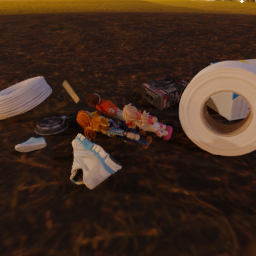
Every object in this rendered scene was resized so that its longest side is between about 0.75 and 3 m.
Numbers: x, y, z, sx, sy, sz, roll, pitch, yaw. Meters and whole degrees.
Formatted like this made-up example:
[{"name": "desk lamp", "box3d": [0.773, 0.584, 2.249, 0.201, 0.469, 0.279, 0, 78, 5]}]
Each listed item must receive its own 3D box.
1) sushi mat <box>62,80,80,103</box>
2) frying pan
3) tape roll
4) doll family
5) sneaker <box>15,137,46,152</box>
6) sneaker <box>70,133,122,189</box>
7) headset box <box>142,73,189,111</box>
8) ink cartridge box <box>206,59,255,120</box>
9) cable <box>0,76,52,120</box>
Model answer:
[{"name": "sushi mat", "box3d": [-2.142, -1.358, 10.513, 0.055, 0.907, 0.434, -38, 3, -29]}, {"name": "frying pan", "box3d": [-2.161, -0.204, 9.092, 1.768, 0.288, 1.069, -21, 33, -28]}, {"name": "tape roll", "box3d": [2.584, -0.497, 7.282, 2.398, 2.398, 0.839, 11, 26, 20]}, {"name": "doll family", "box3d": [-0.334, -0.031, 7.232, 1.732, 1.258, 2.791, 24, -1, -38]}, {"name": "sneaker", "box3d": [-2.597, 0.417, 7.446, 0.782, 0.289, 0.320, -7, 52, -26]}, {"name": "sneaker", "box3d": [-1.033, 0.782, 6.512, 0.963, 0.833, 2.223, -47, 21, -11]}, {"name": "headset box", "box3d": [1.391, -1.377, 10.614, 1.611, 0.622, 1.199, -23, 43, -25]}, {"name": "ink cartridge box", "box3d": [4.196, -1.421, 9.877, 2.210, 1.627, 1.599, -9, 28, -14]}, {"name": "cable", "box3d": [-3.534, -1.030, 9.154, 2.010, 0.696, 2.010, -4, 31, 35]}]
